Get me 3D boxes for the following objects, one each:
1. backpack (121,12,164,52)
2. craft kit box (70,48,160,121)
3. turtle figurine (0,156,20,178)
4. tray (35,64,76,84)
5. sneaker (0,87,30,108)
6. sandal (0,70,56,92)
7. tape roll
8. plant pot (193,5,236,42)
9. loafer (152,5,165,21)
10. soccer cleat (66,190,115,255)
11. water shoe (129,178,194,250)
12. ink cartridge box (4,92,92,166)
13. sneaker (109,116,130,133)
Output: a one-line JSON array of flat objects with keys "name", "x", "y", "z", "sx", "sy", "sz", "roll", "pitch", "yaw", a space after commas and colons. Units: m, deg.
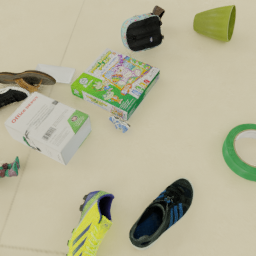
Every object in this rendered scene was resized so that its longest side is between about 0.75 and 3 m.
[{"name": "backpack", "x": 0.549, "y": -4.390, "z": 12.935, "sx": 1.784, "sy": 1.584, "sz": 1.343, "roll": -24, "pitch": 37, "yaw": -15}, {"name": "craft kit box", "x": -0.508, "y": -2.041, "z": 12.328, "sx": 2.859, "sy": 0.702, "sz": 2.895, "roll": 24, "pitch": 59, "yaw": 19}, {"name": "turtle figurine", "x": -4.852, "y": 1.491, "z": 9.642, "sx": 2.043, "sy": 1.028, "sz": 1.529, "roll": -8, "pitch": 35, "yaw": -14}, {"name": "tray", "x": -3.405, "y": -2.446, "z": 12.849, "sx": 1.854, "sy": 0.206, "sz": 0.995, "roll": 9, "pitch": 55, "yaw": 6}, {"name": "sneaker", "x": -5.223, "y": -1.007, "z": 11.586, "sx": 2.177, "sy": 0.795, "sz": 1.218, "roll": 0, "pitch": 59, "yaw": 9}, {"name": "sandal", "x": -4.412, "y": -1.931, "z": 11.993, "sx": 2.868, "sy": 1.172, "sz": 0.783, "roll": 2, "pitch": 78, "yaw": 10}, {"name": "tape roll", "x": 4.673, "y": 0.871, "z": 10.374, "sx": 2.222, "sy": 0.534, "sz": 2.222, "roll": 0, "pitch": 55, "yaw": 0}, {"name": "plant pot", "x": 4.280, "y": -5.270, "z": 14.065, "sx": 1.821, "sy": 1.704, "sz": 1.704, "roll": 13, "pitch": 55, "yaw": 26}, {"name": "loafer", "x": 1.416, "y": -5.381, "z": 14.238, "sx": 0.629, "sy": 0.647, "sz": 1.771, "roll": 17, "pitch": 88, "yaw": 19}, {"name": "soccer cleat", "x": -1.048, "y": 3.158, "z": 8.457, "sx": 1.143, "sy": 0.884, "sz": 2.733, "roll": -10, "pitch": 50, "yaw": 25}, {"name": "water shoe", "x": 1.207, "y": 2.591, "z": 8.815, "sx": 1.037, "sy": 1.145, "sz": 2.902, "roll": 35, "pitch": 63, "yaw": 22}, {"name": "ink cartridge box", "x": -2.982, "y": -0.036, "z": 10.652, "sx": 2.568, "sy": 1.083, "sz": 1.876, "roll": 24, "pitch": 59, "yaw": 16}, {"name": "sneaker", "x": -0.409, "y": -0.166, "z": 11.155, "sx": 1.056, "sy": 0.400, "sz": 0.407, "roll": 30, "pitch": 88, "yaw": 34}]
